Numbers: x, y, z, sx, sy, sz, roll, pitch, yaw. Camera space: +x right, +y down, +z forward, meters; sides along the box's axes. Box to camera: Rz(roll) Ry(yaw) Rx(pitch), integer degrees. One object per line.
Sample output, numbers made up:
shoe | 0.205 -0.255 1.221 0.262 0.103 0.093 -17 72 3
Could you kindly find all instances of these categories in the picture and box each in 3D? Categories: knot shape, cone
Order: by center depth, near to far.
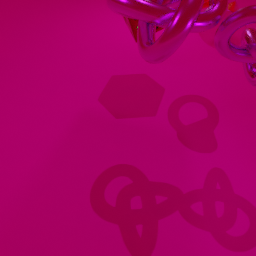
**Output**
knot shape | 0.543 -2.070 4.828 1.944 0.960 2.078 18 60 32
knot shape | 2.407 -1.332 5.068 1.784 1.669 0.824 37 96 6
cone | 2.403 -2.685 6.684 1.130 1.130 1.134 21 65 19

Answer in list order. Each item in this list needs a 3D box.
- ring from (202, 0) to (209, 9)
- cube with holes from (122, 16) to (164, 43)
ring | 2.260 -3.342 6.953 1.593 0.319 1.593 -17 11 4
cube with holes | 0.443 -3.517 7.739 1.341 1.341 1.341 -26 75 5
